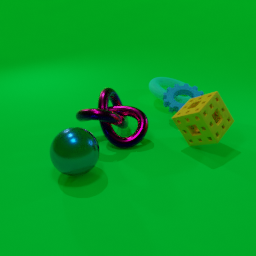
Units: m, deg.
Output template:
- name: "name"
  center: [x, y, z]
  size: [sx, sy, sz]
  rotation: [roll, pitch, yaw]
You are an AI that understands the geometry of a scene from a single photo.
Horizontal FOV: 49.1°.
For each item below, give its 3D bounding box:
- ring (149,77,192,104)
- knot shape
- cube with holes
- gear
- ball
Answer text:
- name: "ring"
  center: [1.675, -1.304, 10.086]
  size: [1.921, 0.384, 1.921]
  rotation: [13, 30, -8]
- name: "knot shape"
  center: [-0.297, -0.232, 7.621]
  size: [1.799, 0.888, 1.922]
  rotation: [37, 33, 15]
- name: "cube with holes"
  center: [1.931, -0.214, 7.218]
  size: [0.933, 0.933, 0.933]
  rotation: [-43, 16, -31]
- name: "gear"
  center: [1.725, -0.897, 8.686]
  size: [1.255, 0.232, 1.255]
  rotation: [-2, 47, 2]
- name: "ball"
  center: [-1.175, 0.523, 6.208]
  size: [1.089, 1.089, 1.089]
  rotation: [0, 28, 0]
